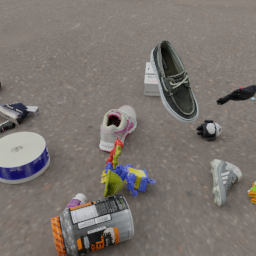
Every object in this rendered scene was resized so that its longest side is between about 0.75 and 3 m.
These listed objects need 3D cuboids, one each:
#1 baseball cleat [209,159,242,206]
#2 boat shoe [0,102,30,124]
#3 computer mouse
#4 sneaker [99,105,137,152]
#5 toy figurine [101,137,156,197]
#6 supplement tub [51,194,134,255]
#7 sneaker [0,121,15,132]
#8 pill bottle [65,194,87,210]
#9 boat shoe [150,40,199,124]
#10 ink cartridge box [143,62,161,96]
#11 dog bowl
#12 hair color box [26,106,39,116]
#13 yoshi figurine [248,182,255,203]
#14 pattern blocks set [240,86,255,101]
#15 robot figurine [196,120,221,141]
[{"bbox_3d":[3.171,1.681,8.936,1.033,0.677,1.940,5,37,7],"label":"baseball cleat"},{"bbox_3d":[-5.115,-0.823,12.283,1.746,0.652,0.810,27,60,19],"label":"boat shoe"},{"bbox_3d":[3.793,-1.083,9.430,1.481,1.026,0.390,-18,81,-30],"label":"computer mouse"},{"bbox_3d":[-0.325,-0.256,11.150,1.086,1.178,2.670,9,37,13],"label":"sneaker"},{"bbox_3d":[0.170,1.341,8.597,1.646,1.449,2.747,22,5,-5],"label":"toy figurine"},{"bbox_3d":[-0.927,2.551,7.306,1.958,1.200,1.200,-13,38,-15],"label":"supplement tub"},{"bbox_3d":[-5.032,-0.043,11.616,0.402,0.287,0.811,8,32,19],"label":"sneaker"},{"bbox_3d":[-1.535,2.346,8.195,0.476,0.476,0.847,11,38,15],"label":"pill bottle"},{"bbox_3d":[1.471,-1.499,9.071,1.030,1.014,2.859,-24,80,-8],"label":"boat shoe"},{"bbox_3d":[1.523,-2.499,14.315,1.338,0.776,1.854,4,47,4],"label":"ink cartridge box"},{"bbox_3d":[-3.782,0.993,9.800,1.941,0.765,1.941,0,37,0],"label":"dog bowl"},{"bbox_3d":[-4.522,-0.775,12.651,0.853,0.259,0.422,3,36,5],"label":"hair color box"},{"bbox_3d":[4.182,1.924,8.786,0.549,0.551,0.981,37,45,18],"label":"yoshi figurine"},{"bbox_3d":[5.996,-1.745,14.119,1.042,0.096,1.186,-30,46,-34],"label":"pattern blocks set"},{"bbox_3d":[3.242,0.083,11.187,0.942,0.708,0.588,-1,17,-2],"label":"robot figurine"}]
